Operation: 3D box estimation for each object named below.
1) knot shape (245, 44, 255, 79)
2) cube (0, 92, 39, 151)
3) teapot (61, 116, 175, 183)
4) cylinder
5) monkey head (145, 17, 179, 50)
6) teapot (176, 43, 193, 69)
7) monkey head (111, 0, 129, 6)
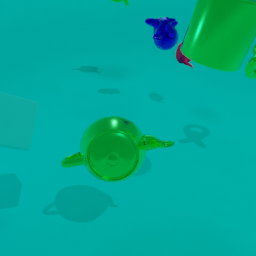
[{"bbox_3d":[2.944,-1.483,5.847,1.158,0.572,1.237,-40,11,11],"label":"knot shape"},{"bbox_3d":[-1.933,-0.093,4.347,0.762,0.762,0.762,14,-10,-35],"label":"cube"},{"bbox_3d":[-0.173,0.356,4.328,1.727,1.074,0.846,-12,10,-1],"label":"teapot"},{"bbox_3d":[1.431,-1.515,4.265,0.995,0.995,0.995,12,33,-8],"label":"cylinder"},{"bbox_3d":[0.683,-1.973,5.863,0.756,0.633,1.051,15,11,20],"label":"monkey head"},{"bbox_3d":[1.813,-2.298,8.715,0.522,0.662,1.065,6,64,-14],"label":"teapot"},{"bbox_3d":[-0.393,-4.911,9.760,1.331,0.957,0.802,31,71,-6],"label":"monkey head"}]
